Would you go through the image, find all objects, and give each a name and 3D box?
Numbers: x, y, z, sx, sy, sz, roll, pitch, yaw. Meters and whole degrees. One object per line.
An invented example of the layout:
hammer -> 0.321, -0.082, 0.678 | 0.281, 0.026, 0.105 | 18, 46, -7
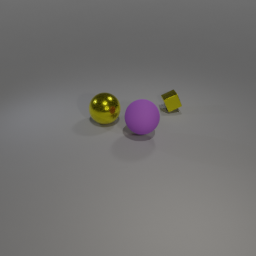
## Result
ball -> -1.020, -0.860, 12.307 | 1.400, 1.400, 1.400 | 0, 30, 0
ball -> 0.562, -0.442, 11.111 | 1.400, 1.400, 1.400 | 0, 30, 0
cube -> 2.073, -1.308, 13.410 | 0.700, 0.700, 0.700 | -24, 26, 6
